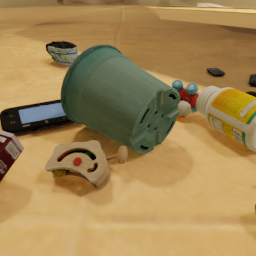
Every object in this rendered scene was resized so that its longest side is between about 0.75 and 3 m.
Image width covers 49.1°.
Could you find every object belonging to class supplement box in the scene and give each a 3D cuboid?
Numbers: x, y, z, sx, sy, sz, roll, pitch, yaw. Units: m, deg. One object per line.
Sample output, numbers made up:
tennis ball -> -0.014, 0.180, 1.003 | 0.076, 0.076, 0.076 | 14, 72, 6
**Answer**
supplement box -> -3.201, 0.917, 5.804 | 1.059, 0.592, 1.945 | 14, 55, 19

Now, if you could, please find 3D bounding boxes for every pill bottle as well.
pill bottle -> 3.158, -0.411, 8.258 | 1.337, 1.337, 2.371 | -14, 31, -24

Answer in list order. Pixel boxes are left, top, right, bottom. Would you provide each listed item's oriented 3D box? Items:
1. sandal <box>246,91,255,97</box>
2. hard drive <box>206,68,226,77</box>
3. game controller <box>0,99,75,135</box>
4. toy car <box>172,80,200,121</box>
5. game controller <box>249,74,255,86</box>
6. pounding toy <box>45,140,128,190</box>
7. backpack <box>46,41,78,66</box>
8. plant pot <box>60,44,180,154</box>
sandal -> 4.627, -0.440, 8.937 | 0.729, 1.092, 2.672 | 13, 16, -21
hard drive -> 4.266, -2.723, 13.638 | 0.624, 0.196, 0.925 | -6, 29, -10
game controller -> -2.745, -0.414, 9.087 | 2.588, 0.545, 1.350 | -13, 31, -21
toy car -> 1.815, -0.789, 9.565 | 1.082, 1.128, 1.224 | 20, 63, 32
game controller -> 5.799, -2.115, 12.549 | 0.687, 0.277, 1.316 | 25, 35, 12
pounding toy -> -0.899, 0.992, 6.628 | 1.823, 1.046, 1.043 | -6, 56, 8
backpack -> -3.386, -4.065, 15.092 | 1.532, 1.444, 1.878 | -13, 14, -34
plant pot -> -0.090, -0.720, 7.873 | 2.531, 2.584, 2.584 | 32, 42, 33
